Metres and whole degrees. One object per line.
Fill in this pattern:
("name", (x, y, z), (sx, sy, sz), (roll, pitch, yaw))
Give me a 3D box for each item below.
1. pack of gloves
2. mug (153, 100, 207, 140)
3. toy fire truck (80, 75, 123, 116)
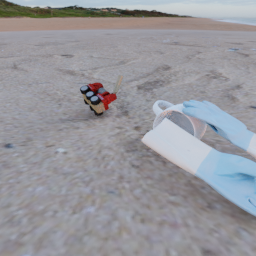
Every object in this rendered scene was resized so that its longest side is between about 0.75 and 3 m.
("pack of gloves", (2.028, 0.290, 5.342), (2.785, 0.549, 2.339), (34, 43, 16))
("mug", (1.256, -0.198, 7.000), (1.468, 1.084, 1.287), (40, 34, 18))
("toy fire truck", (-0.769, -1.186, 8.998), (1.278, 0.822, 1.124), (-30, 46, -16))
